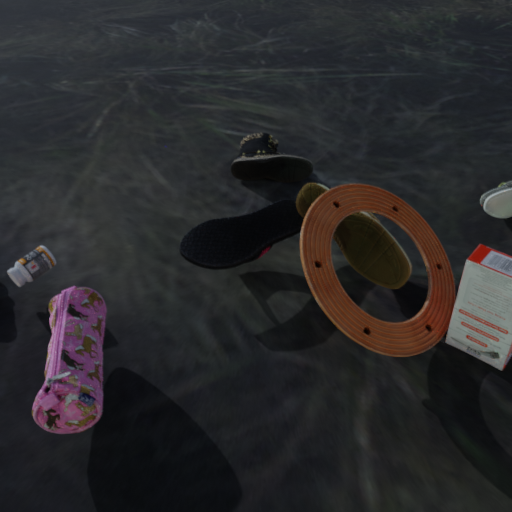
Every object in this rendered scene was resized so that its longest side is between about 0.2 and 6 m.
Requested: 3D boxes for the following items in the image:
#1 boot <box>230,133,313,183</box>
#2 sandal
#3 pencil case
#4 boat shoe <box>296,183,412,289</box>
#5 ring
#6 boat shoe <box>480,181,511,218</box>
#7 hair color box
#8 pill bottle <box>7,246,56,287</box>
[{"bbox_3d":[0.404,-2.403,13.540,1.921,0.703,1.446,-2,38,7],"label":"boot"},{"bbox_3d":[-0.167,-0.315,10.641,2.795,0.630,1.049,-21,65,-32],"label":"sandal"},{"bbox_3d":[-2.600,1.412,7.972,0.888,0.928,2.146,14,34,-22],"label":"pencil case"},{"bbox_3d":[1.912,-0.459,10.320,0.874,0.974,2.632,-8,49,-51],"label":"boat shoe"},{"bbox_3d":[2.010,0.186,9.207,3.033,0.291,3.033,11,63,-22],"label":"ring"},{"bbox_3d":[5.538,-1.283,12.070,1.947,0.696,0.582,-10,38,-22],"label":"boat shoe"},{"bbox_3d":[3.546,0.789,8.444,0.956,1.725,0.551,27,45,32],"label":"hair color box"},{"bbox_3d":[-3.979,0.191,9.928,0.436,0.436,0.749,29,55,32],"label":"pill bottle"}]
